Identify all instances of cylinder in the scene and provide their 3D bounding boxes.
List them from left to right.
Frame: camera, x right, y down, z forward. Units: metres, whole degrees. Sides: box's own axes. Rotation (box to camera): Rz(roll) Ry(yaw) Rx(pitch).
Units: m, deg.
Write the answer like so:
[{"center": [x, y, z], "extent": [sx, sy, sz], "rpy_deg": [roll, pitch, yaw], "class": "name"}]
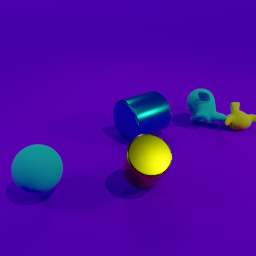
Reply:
[{"center": [0.356, -0.319, 7.259], "extent": [1.096, 1.096, 1.096], "rpy_deg": [-20, 35, -31], "class": "cylinder"}, {"center": [0.343, 0.661, 5.411], "extent": [0.838, 0.838, 0.838], "rpy_deg": [3, 63, -6], "class": "cylinder"}]

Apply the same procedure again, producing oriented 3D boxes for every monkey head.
[{"center": [2.186, -0.615, 7.781], "extent": [1.096, 0.918, 1.524], "rpy_deg": [5, 1, 13], "class": "monkey head"}, {"center": [3.037, -0.321, 7.685], "extent": [1.014, 0.730, 0.611], "rpy_deg": [-5, 12, -9], "class": "monkey head"}]

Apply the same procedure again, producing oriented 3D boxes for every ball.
[{"center": [-1.676, 0.760, 5.200], "extent": [0.901, 0.901, 0.901], "rpy_deg": [0, 29, 0], "class": "ball"}]
